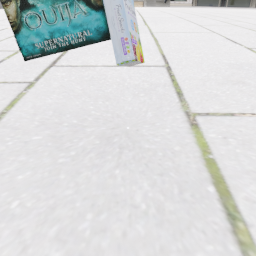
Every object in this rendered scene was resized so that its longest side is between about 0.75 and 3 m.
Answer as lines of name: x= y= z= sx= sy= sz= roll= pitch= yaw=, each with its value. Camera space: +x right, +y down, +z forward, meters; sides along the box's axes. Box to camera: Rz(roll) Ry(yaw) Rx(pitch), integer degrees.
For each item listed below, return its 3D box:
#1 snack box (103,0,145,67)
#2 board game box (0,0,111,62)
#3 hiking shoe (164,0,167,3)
snack box: x=-0.077 y=-2.218 z=6.045 sx=0.447 sy=1.687 sz=1.200 roll=-10 pitch=8 yaw=14
board game box: x=-1.529 y=-2.407 z=6.112 sx=2.127 sy=1.439 sz=0.299 roll=-12 pitch=25 yaw=8
hiking shoe: x=1.156 y=-4.375 z=8.451 sx=0.780 sy=0.587 sz=1.549 roll=-31 pitch=43 yaw=21
